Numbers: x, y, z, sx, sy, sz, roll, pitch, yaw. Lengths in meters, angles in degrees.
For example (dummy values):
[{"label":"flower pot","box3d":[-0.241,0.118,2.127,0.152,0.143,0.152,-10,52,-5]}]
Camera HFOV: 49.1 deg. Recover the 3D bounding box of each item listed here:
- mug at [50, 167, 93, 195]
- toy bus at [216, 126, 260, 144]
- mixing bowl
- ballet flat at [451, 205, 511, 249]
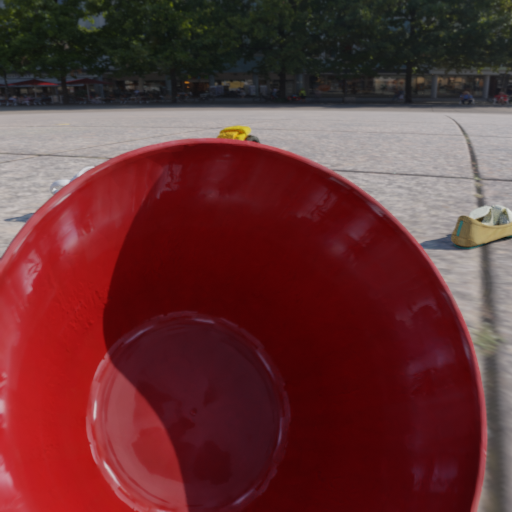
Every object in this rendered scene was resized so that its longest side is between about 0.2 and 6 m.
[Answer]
[{"label":"mug","box3d":[-3.941,-1.416,12.481,1.255,0.927,1.100,11,-20,-38]},{"label":"toy bus","box3d":[-0.725,-2.118,13.699,1.684,1.754,1.190,-33,28,-35]},{"label":"mixing bowl","box3d":[-0.231,0.891,3.698,2.959,2.959,1.602,-10,-19,-27]},{"label":"ballet flat","box3d":[4.594,-0.643,10.842,2.177,0.686,0.747,-15,23,-38]}]
